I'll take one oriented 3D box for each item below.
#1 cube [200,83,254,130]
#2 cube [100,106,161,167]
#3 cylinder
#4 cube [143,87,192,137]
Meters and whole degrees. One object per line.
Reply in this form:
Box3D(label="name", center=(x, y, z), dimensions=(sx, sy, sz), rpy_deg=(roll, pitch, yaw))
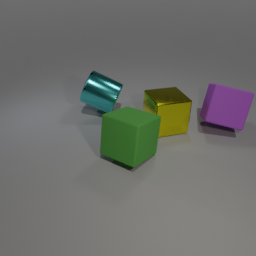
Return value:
Box3D(label="cube", center=(3.692, -0.852, 10.658), dimensions=(1.400, 1.400, 1.400), rpy_deg=(15, 12, 3))
Box3D(label="cube", center=(0.078, 0.228, 9.176), dimensions=(1.400, 1.400, 1.400), rpy_deg=(18, 24, 31))
Box3D(label="cylinder", center=(-1.100, -1.479, 11.721), dimensions=(1.400, 1.400, 1.400), rpy_deg=(24, 32, -4))
Box3D(label="cube", center=(1.467, -0.646, 10.864), dimensions=(1.400, 1.400, 1.400), rpy_deg=(-8, 32, -15))
